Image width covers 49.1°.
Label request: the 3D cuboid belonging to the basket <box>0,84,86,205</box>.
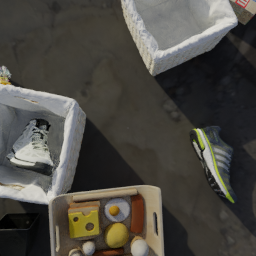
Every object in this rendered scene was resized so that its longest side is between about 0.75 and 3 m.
[{"bbox_3d":[-2.795,0.406,7.893,2.738,2.222,2.763,11,87,1],"label":"basket"}]

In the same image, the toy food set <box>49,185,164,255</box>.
[{"bbox_3d":[-0.460,2.407,6.457,2.562,0.774,1.838,-4,93,-11],"label":"toy food set"}]

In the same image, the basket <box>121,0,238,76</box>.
[{"bbox_3d":[1.284,-3.261,8.252,2.516,2.042,2.539,-25,87,-2],"label":"basket"}]

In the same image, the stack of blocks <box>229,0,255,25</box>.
[{"bbox_3d":[3.228,-4.715,9.003,2.536,0.743,1.460,34,86,3],"label":"stack of blocks"}]

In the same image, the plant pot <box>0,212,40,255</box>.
[{"bbox_3d":[-3.273,3.199,8.336,1.086,1.089,0.966,-1,99,0],"label":"plant pot"}]

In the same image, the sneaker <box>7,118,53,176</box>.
[{"bbox_3d":[-2.579,0.399,7.714,0.946,2.508,1.443,26,79,-35],"label":"sneaker"}]

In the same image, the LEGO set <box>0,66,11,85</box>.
[{"bbox_3d":[-4.373,-1.463,8.834,1.827,0.840,0.680,-23,69,21],"label":"LEGO set"}]

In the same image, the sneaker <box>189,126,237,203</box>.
[{"bbox_3d":[2.825,1.061,8.531,1.021,0.932,2.523,-22,88,-5],"label":"sneaker"}]
